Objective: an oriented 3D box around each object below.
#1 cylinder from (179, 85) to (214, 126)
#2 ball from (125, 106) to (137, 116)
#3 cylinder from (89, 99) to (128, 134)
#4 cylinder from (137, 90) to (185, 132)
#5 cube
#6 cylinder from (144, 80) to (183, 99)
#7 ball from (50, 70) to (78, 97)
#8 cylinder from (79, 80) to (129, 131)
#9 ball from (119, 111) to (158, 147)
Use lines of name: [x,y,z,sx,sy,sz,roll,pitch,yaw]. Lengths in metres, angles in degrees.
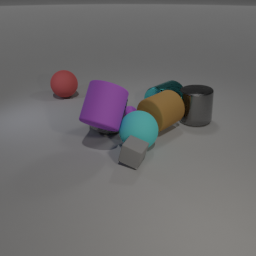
cylinder: [2.899,-0.985,11.982,1.400,1.400,1.400,-3,26,2]
ball: [0.077,-0.602,12.095,0.700,0.700,0.700,0,27,0]
cylinder: [-0.803,-0.691,11.256,1.400,1.400,1.400,9,28,-5]
cylinder: [1.309,-0.675,11.229,1.400,1.400,1.400,24,37,39]
cube: [0.183,0.784,9.157,0.700,0.700,0.700,24,34,13]
cylinder: [1.686,-1.328,12.709,1.400,1.400,1.400,23,35,37]
ball: [-3.315,-2.299,14.564,1.400,1.400,1.400,0,27,0]
cylinder: [-0.816,-0.735,9.568,1.400,1.400,1.400,15,-7,2]
ball: [0.380,0.082,10.007,1.400,1.400,1.400,0,27,0]
